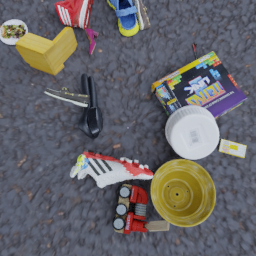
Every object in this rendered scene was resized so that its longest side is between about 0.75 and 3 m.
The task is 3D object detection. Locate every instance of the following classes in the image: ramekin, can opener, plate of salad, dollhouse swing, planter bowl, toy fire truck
[{"bbox_3d":[2.250,0.198,9.721,1.833,0.894,1.833,1,107,2],"label":"ramekin"},{"bbox_3d":[-1.384,-0.852,10.526,1.034,0.834,2.631,-19,64,22],"label":"can opener"},{"bbox_3d":[-4.771,-4.015,11.592,1.196,0.287,1.196,0,74,0],"label":"plate of salad"},{"bbox_3d":[-3.017,-3.121,10.595,1.568,1.726,1.517,22,77,6],"label":"dollhouse swing"},{"bbox_3d":[1.769,2.223,9.547,2.180,0.908,2.180,2,70,-6],"label":"planter bowl"},{"bbox_3d":[0.456,2.787,9.344,1.776,1.143,1.563,11,75,0],"label":"toy fire truck"}]

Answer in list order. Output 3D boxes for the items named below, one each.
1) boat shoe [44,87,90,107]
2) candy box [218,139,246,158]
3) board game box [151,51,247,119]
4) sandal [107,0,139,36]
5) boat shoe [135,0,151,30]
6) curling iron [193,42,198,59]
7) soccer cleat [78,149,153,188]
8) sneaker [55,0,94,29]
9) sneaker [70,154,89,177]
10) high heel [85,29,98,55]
[{"bbox_3d":[-1.390,-0.765,6.439,1.008,0.359,0.303,17,95,-13],"label":"boat shoe"},{"bbox_3d":[3.875,0.762,10.389,0.949,0.125,0.485,16,78,5],"label":"candy box"},{"bbox_3d":[2.628,-1.278,10.602,2.756,0.782,2.278,-30,76,-7],"label":"board game box"},{"bbox_3d":[-0.217,-5.154,11.471,1.047,1.146,2.633,-22,74,-4],"label":"sandal"},{"bbox_3d":[0.602,-4.799,11.701,0.430,0.519,1.444,-10,79,-9],"label":"boat shoe"},{"bbox_3d":[2.783,-3.153,11.454,0.200,0.103,0.806,-4,75,-2],"label":"curling iron"},{"bbox_3d":[-0.506,1.543,9.631,2.796,0.960,1.191,11,88,19],"label":"soccer cleat"},{"bbox_3d":[-2.235,-5.436,11.619,1.503,1.020,2.602,8,74,1],"label":"sneaker"},{"bbox_3d":[-1.437,1.213,8.534,0.406,0.293,0.773,39,68,-31],"label":"sneaker"},{"bbox_3d":[-1.582,-3.508,11.373,0.566,0.397,1.178,15,60,-12],"label":"high heel"}]
